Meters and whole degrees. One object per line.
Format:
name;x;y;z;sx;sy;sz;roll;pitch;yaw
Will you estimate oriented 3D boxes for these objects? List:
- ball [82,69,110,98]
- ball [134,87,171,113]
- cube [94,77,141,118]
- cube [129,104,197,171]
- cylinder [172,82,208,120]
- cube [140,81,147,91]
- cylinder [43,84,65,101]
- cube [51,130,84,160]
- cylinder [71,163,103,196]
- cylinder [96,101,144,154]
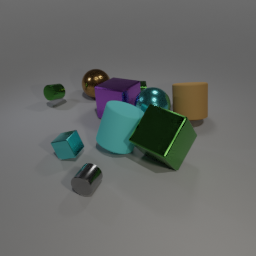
ball;-1.521;-2.128;13.442;1.400;1.400;1.400;0;31;0
ball;0.944;-0.874;10.809;1.400;1.400;1.400;0;31;0
cube;-0.390;-1.204;11.785;1.400;1.400;1.400;13;31;29
cube;1.149;0.305;8.964;1.400;1.400;1.400;25;79;34
cylinder;2.512;-1.110;11.350;1.400;1.400;1.400;-3;12;1
cube;0.525;-1.825;13.576;0.700;0.700;0.700;1;35;-2
cylinder;-3.304;-1.619;12.589;0.700;0.700;0.700;18;21;26
cube;-2.035;0.574;9.495;0.700;0.700;0.700;-11;24;26
cylinder;-1.196;1.504;8.193;0.700;0.700;0.700;12;33;18
cylinder;-0.263;-0.042;9.709;1.400;1.400;1.400;17;21;-7
